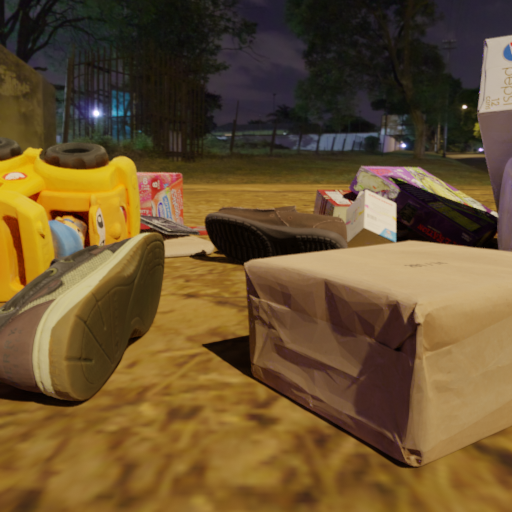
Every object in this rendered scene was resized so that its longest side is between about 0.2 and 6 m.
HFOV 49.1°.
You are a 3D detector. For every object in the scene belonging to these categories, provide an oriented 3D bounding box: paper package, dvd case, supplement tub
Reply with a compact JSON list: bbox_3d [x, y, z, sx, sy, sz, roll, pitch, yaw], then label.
[{"bbox_3d":[1.132,0.497,4.126,1.910,0.988,1.821,-7,12,-33],"label":"paper package"},{"bbox_3d":[-1.812,-0.611,11.180,0.939,0.101,1.263,23,9,21],"label":"dvd case"},{"bbox_3d":[5.168,-0.559,7.956,3.029,1.856,1.856,3,10,15],"label":"supplement tub"}]

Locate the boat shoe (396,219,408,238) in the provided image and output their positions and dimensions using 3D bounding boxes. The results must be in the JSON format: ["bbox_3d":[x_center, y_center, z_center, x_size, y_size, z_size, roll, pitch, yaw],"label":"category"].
[{"bbox_3d":[2.618,-0.754,13.058,1.825,0.591,0.656,5,8,22],"label":"boat shoe"}]

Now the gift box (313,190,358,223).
[{"bbox_3d":[1.633,-0.596,10.757,1.051,1.063,1.139,1,27,-13],"label":"gift box"}]

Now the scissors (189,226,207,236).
[{"bbox_3d":[-1.938,-0.655,14.028,2.412,0.168,0.882,4,12,31],"label":"scissors"}]

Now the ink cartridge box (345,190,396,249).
[{"bbox_3d":[1.915,-0.565,9.404,0.629,0.978,0.612,23,-39,-15],"label":"ink cartridge box"}]

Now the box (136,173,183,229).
[{"bbox_3d":[-3.279,-1.170,12.865,2.977,1.484,1.421,4,10,22],"label":"box"}]

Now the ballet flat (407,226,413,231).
[{"bbox_3d":[3.272,-0.928,14.106,1.533,0.580,0.490,4,45,16],"label":"ballet flat"}]

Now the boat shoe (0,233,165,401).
[{"bbox_3d":[-1.482,0.351,4.972,0.935,1.017,2.846,5,14,2],"label":"boat shoe"}]

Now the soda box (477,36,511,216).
[{"bbox_3d":[4.893,-1.723,9.639,1.521,1.421,4.465,1,-24,29],"label":"soda box"}]

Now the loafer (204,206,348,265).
[{"bbox_3d":[0.351,-0.352,9.121,2.504,0.914,0.889,12,40,22],"label":"loafer"}]

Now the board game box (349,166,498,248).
[{"bbox_3d":[3.725,-1.041,11.598,2.461,0.662,4.100,41,26,20],"label":"board game box"}]

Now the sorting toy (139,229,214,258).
[{"bbox_3d":[-1.901,-0.205,10.751,1.698,0.335,1.834,-5,15,-26],"label":"sorting toy"}]

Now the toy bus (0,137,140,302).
[{"bbox_3d":[-3.037,-0.271,6.904,2.832,1.922,2.719,2,22,-3],"label":"toy bus"}]
